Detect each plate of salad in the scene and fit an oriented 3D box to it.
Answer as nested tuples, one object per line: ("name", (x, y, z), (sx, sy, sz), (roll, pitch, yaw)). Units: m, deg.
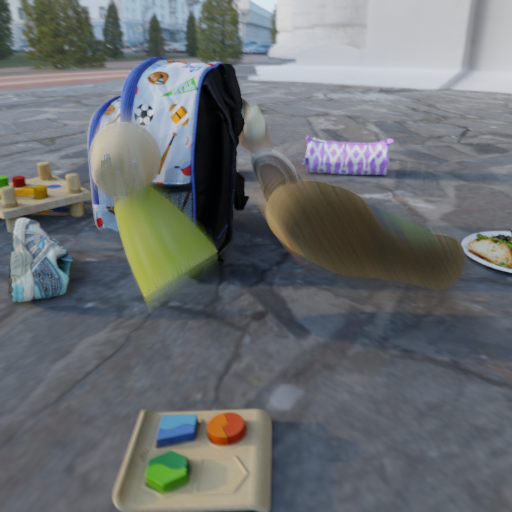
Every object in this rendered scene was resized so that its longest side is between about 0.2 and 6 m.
("plate of salad", (5.103, -0.171, 10.811), (2.151, 0.517, 2.151), (0, 23, 0))

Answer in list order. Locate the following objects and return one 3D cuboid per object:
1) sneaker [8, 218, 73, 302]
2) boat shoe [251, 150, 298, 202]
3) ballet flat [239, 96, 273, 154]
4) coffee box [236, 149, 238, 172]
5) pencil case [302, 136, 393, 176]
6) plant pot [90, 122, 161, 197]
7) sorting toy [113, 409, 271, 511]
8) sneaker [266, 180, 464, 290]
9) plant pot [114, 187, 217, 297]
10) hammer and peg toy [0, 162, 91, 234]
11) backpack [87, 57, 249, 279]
("sneaker", (-3.846, 0.096, 10.024), (1.039, 0.935, 2.408), (3, 28, -23))
("boat shoe", (0.514, -1.208, 10.930), (0.745, 2.075, 0.617), (-15, 51, 17))
("ballet flat", (-0.407, -3.123, 12.130), (0.798, 2.373, 0.808), (-23, 30, 58))
("coffee box", (-1.498, -2.681, 16.209), (1.807, 0.720, 1.033), (4, 24, 9))
("pencil case", (2.637, -2.922, 16.322), (2.536, 1.084, 1.064), (4, 25, 6))
("plant pot", (-1.967, -1.330, 8.179), (1.074, 1.074, 0.983), (-2, 23, -5))
("sorting toy", (-0.620, 2.227, 5.686), (1.534, 0.276, 2.059), (1, 24, 2))
("sneaker", (1.370, -0.282, 8.164), (3.206, 1.075, 1.439), (17, 4, -24))
("plant pot", (-1.469, -0.300, 8.349), (1.273, 1.361, 1.273), (-32, 2, 1))
("hammer and peg toy", (-5.500, -1.573, 13.304), (2.178, 1.044, 2.961), (-21, 31, -39))
("backpack", (-1.525, -1.974, 10.855), (2.886, 3.569, 3.746), (11, 25, 1))
